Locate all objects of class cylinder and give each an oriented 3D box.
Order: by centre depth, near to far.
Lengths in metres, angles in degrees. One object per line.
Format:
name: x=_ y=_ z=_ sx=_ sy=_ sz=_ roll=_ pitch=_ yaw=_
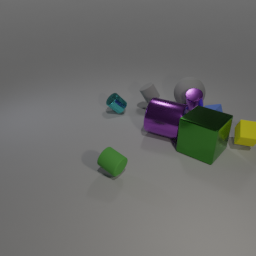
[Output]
cylinder: x=-0.490 y=1.064 z=8.868 sx=0.700 sy=0.700 sz=0.700 roll=32 pitch=41 yaw=23
cylinder: x=1.505 y=-0.377 z=10.964 sx=1.400 sy=1.400 sz=1.400 roll=16 pitch=33 yaw=20
cylinder: x=2.744 y=-1.153 z=11.543 sx=0.700 sy=0.700 sz=0.700 roll=-8 pitch=55 yaw=12
cylinder: x=-0.520 y=-1.127 z=12.783 sx=0.700 sy=0.700 sz=0.700 roll=-31 pitch=38 yaw=29
cylinder: x=0.997 y=-1.623 z=12.876 sx=0.700 sy=0.700 sz=0.700 roll=-29 pitch=21 yaw=12

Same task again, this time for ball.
ball: x=2.772 y=-1.586 z=12.628 sx=1.400 sy=1.400 sz=1.400 roll=0 pitch=30 yaw=0

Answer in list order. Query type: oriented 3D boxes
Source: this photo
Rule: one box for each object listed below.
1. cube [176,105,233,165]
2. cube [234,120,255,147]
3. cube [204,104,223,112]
cube: x=2.729 y=0.204 z=10.050 sx=1.400 sy=1.400 sz=1.400 roll=22 pitch=36 yaw=32
cube: x=4.327 y=0.192 z=10.178 sx=0.700 sy=0.700 sz=0.700 roll=9 pitch=67 yaw=5
cube: x=3.507 y=-0.542 z=11.706 sx=0.700 sy=0.700 sz=0.700 roll=-4 pitch=20 yaw=40
